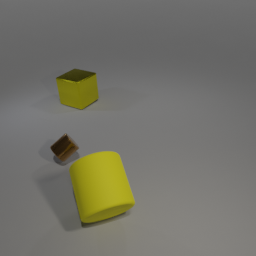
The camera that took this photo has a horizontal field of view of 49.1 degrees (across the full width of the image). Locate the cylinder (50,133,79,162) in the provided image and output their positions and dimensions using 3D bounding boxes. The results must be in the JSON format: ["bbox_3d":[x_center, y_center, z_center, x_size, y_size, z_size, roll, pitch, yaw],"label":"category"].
[{"bbox_3d":[-2.134,0.656,9.459,0.700,0.700,0.700,-42,39,-4],"label":"cylinder"}]

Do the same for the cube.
[{"bbox_3d":[-2.442,-1.936,13.714,1.400,1.400,1.400,17,38,27],"label":"cube"}]

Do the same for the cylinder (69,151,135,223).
[{"bbox_3d":[-0.685,1.521,7.225,1.400,1.400,1.400,-11,64,-18],"label":"cylinder"}]
